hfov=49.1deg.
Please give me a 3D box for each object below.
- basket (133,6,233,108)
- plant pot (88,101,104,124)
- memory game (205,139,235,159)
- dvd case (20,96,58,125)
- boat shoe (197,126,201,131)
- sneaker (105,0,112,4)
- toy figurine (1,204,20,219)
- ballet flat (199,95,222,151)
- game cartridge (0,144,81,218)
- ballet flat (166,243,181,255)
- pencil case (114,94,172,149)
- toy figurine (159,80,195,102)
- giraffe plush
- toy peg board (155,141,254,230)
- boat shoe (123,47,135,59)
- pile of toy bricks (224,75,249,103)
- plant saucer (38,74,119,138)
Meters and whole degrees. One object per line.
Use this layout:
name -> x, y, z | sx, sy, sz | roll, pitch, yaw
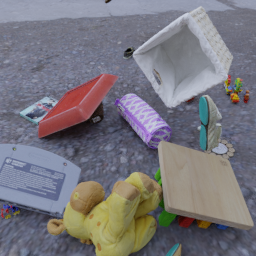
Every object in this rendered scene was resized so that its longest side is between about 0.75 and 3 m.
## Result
basket -> 1.990, -2.477, 9.887 | 2.471, 2.448, 1.987 | -27, 14, 39
plant pot -> -1.552, -0.847, 12.094 | 1.197, 1.197, 1.280 | -16, 57, -18
memory game -> 3.485, 0.791, 10.784 | 1.212, 0.077, 1.212 | 0, 39, 0
dvd case -> -3.839, -0.836, 12.692 | 1.237, 0.186, 1.694 | 25, 44, 27
boat shoe -> 3.256, -0.068, 11.690 | 0.753, 0.258, 0.281 | -12, 41, -14
sneaker -> -0.804, -5.995, 12.652 | 0.754, 0.253, 0.338 | -37, 80, 14
toy figurine -> -3.504, 2.281, 8.657 | 0.970, 0.512, 0.581 | -24, 40, -28
ballet flat -> 1.707, -0.123, 5.762 | 0.429, 1.375, 0.464 | -14, 37, -6
game cartridge -> -2.924, 1.525, 8.584 | 2.759, 0.564, 1.836 | 19, 60, -11
ballet flat -> 1.003, 3.593, 7.166 | 1.410, 0.484, 0.444 | -35, 78, -32
pencil case -> 0.557, -0.359, 11.268 | 1.209, 1.187, 2.829 | 14, 23, -43
toy figurine -> 2.439, -2.415, 13.182 | 1.981, 2.012, 1.400 | 11, 48, 16
giraffe plush -> -0.701, 2.378, 7.575 | 2.320, 2.468, 2.860 | 14, 76, 32
toy peg board -> 2.012, 1.959, 8.607 | 2.547, 1.251, 2.558 | 16, 37, -12
boat shoe -> 0.119, -4.714, 17.251 | 0.494, 0.417, 1.385 | 14, 41, 17
pile of toy bricks -> 5.314, -1.999, 13.555 | 0.997, 0.887, 1.797 | 2, 39, 2
plant saucer -> -2.125, -1.036, 11.345 | 2.987, 0.548, 2.982 | -18, 29, 37
